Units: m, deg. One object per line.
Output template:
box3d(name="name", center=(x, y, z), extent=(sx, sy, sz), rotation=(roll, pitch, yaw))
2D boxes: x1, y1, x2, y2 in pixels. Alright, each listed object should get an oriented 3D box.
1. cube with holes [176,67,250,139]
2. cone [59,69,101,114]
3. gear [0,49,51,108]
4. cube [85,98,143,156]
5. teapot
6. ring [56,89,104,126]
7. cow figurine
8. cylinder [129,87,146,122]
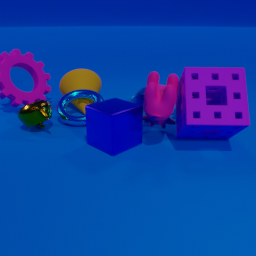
box3d(name="cube with holes", center=(1.959, -0.548, 6.836), extent=(1.362, 1.362, 1.362), rotation=(1, -15, 1))
box3d(name="cone", center=(-1.508, -0.951, 9.430), extent=(1.472, 1.472, 1.477), rotation=(-5, 49, -13))
box3d(name="gear", center=(-3.570, -1.646, 9.461), extent=(0.362, 1.959, 1.959), rotation=(-17, 6, 42))
box3d(name="cube", center=(-0.336, -0.074, 6.870), extent=(1.014, 1.014, 1.014), rotation=(-20, 30, -41))
box3d(name="teapot", center=(-2.528, -0.349, 7.808), extent=(0.948, 0.747, 1.525), rotation=(-28, 10, -33))
box3d(name="ring", center=(-1.433, -0.652, 8.557), extent=(1.486, 0.297, 1.486), rotation=(-1, 49, 1))
box3d(name="cow figurine", center=(0.784, -0.518, 7.019), extent=(0.946, 1.697, 1.724), rotation=(9, 30, 8))
box3d(name="cylinder", center=(0.541, -0.756, 8.737), extent=(0.883, 0.883, 0.883), rotation=(6, 23, 14))
